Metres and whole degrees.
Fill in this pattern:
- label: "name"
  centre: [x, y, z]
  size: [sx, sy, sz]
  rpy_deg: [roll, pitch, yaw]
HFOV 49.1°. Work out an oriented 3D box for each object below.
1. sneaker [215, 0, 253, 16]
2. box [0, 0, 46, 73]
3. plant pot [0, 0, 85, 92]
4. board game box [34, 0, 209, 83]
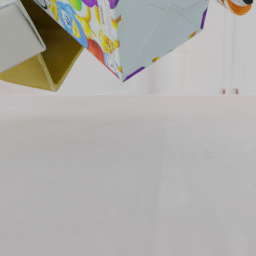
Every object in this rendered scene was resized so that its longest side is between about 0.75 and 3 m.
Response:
- label: "sneaker"
  centre: [2.498, -3.937, 7.823]
  size: [2.076, 0.786, 0.955]
  rpy_deg: [34, 19, -23]
- label: "box"
  centre: [-2.694, -2.125, 3.985]
  size: [1.741, 2.724, 1.484]
  rpy_deg: [-29, -5, -5]
- label: "plant pot"
  centre: [-3.033, -2.974, 7.316]
  size: [2.937, 2.852, 2.871]
  rpy_deg: [6, 50, 17]
- label: "board game box"
  centre: [-0.465, -2.342, 3.863]
  size: [1.571, 1.543, 2.996]
  rpy_deg: [-35, 63, -17]
